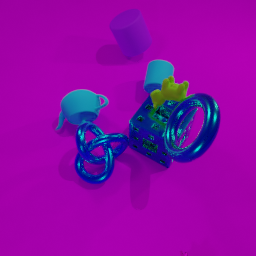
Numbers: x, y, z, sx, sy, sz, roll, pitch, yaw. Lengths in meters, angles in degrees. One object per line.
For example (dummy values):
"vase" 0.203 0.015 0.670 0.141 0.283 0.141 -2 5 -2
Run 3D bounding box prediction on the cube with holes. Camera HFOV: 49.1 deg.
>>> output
"cube with holes" 0.972 0.025 8.110 1.380 1.380 1.380 28 60 18

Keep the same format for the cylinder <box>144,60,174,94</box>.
"cylinder" 1.041 -1.674 9.441 0.898 0.898 0.898 10 71 7

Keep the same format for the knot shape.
"knot shape" -0.841 0.751 7.711 1.714 0.792 1.604 20 89 -31

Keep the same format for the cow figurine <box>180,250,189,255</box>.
"cow figurine" 0.889 3.436 5.928 1.480 0.813 1.457 -2 74 -10

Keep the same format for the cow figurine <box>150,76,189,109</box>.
"cow figurine" 1.052 -0.846 7.218 0.953 0.938 0.523 25 37 26

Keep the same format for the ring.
"ring" 1.406 -0.015 6.396 0.340 1.698 1.698 24 52 -25

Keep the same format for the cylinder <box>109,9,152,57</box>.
"cylinder" 0.117 -3.488 10.298 1.228 1.228 1.228 -16 46 17

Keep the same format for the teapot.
"teapot" -1.468 -0.519 8.567 1.973 1.227 0.966 -21 66 19
